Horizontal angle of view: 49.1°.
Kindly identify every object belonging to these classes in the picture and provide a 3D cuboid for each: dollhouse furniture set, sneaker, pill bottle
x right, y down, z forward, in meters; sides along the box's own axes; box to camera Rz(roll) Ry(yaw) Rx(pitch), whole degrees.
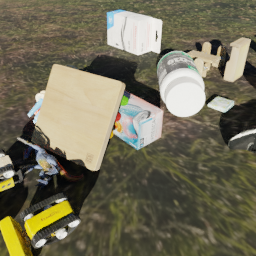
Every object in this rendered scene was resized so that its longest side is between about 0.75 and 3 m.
[{"bbox_3d":[3.512,-2.981,11.378,2.276,1.481,2.091,27,42,33],"label":"dollhouse furniture set"},{"bbox_3d":[3.516,0.445,7.030,1.863,0.705,0.816,-11,66,13],"label":"sneaker"},{"bbox_3d":[1.718,-1.492,9.258,1.393,1.393,2.463,0,35,0],"label":"pill bottle"}]

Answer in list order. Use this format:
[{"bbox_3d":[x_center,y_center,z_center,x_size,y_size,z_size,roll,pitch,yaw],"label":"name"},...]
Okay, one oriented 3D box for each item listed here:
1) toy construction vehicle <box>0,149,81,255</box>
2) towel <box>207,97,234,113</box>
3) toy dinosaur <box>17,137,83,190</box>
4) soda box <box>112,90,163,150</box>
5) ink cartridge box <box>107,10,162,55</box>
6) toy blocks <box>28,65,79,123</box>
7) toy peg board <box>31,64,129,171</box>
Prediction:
[{"bbox_3d":[-2.569,1.699,5.169,2.696,0.950,2.347,-25,52,-28],"label":"toy construction vehicle"},{"bbox_3d":[3.100,-0.781,9.304,0.643,0.181,0.751,23,40,34],"label":"towel"},{"bbox_3d":[-2.042,0.862,6.768,1.571,0.825,1.426,24,14,-27],"label":"toy dinosaur"},{"bbox_3d":[-0.325,-0.532,8.273,0.979,0.910,2.863,-26,41,-33],"label":"soda box"},{"bbox_3d":[0.247,-4.642,13.682,0.964,1.649,2.842,-29,43,-35],"label":"ink cartridge box"},{"bbox_3d":[-2.384,-0.844,8.467,1.696,0.739,2.035,-23,27,51],"label":"toy blocks"},{"bbox_3d":[-1.124,-0.299,7.340,2.174,2.165,1.063,20,5,27],"label":"toy peg board"}]
